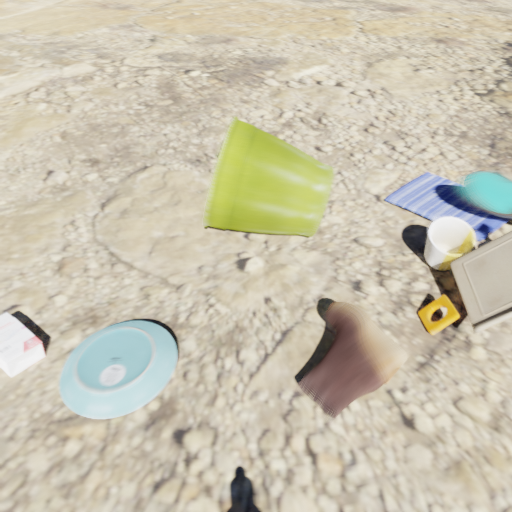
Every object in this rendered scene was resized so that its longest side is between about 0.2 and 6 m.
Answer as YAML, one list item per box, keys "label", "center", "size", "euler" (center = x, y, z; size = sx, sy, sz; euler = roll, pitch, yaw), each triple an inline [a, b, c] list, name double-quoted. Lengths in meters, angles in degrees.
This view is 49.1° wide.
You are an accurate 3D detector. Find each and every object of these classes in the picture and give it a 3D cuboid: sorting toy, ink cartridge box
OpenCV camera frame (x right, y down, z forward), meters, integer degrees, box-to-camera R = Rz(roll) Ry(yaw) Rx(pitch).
- label: "sorting toy"
  center: [3.965, 0.341, 8.747]
  size: [3.032, 0.413, 1.707]
  euler: [-32, 31, 27]
- label: "ink cartridge box"
  center: [-3.798, 1.345, 8.611]
  size: [1.023, 0.345, 0.596]
  euler: [29, 45, 32]

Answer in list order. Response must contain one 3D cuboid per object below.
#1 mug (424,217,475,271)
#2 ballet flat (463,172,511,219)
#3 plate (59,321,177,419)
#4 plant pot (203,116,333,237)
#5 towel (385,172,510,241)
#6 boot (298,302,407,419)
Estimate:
- label: "mug"
  center: [3.481, -0.064, 10.161]
  size: [0.813, 0.834, 1.015]
  euler: [-14, 60, -8]
- label: "ballet flat"
  center: [5.096, -1.038, 11.247]
  size: [2.235, 0.817, 0.817]
  euler: [19, 36, -1]
- label: "plate"
  center: [-2.033, 1.552, 8.161]
  size: [1.766, 0.226, 1.766]
  euler: [-6, 40, 5]
- label: "plant pot"
  center: [0.304, -1.340, 11.055]
  size: [2.162, 2.245, 2.245]
  euler: [17, 36, 0]
- label: "towel"
  center: [4.239, -1.092, 12.187]
  size: [1.673, 0.276, 2.311]
  euler: [-30, 44, -32]
- label: "boot"
  center: [1.134, 1.406, 7.999]
  size: [1.390, 0.605, 1.672]
  euler: [-32, 36, -15]
